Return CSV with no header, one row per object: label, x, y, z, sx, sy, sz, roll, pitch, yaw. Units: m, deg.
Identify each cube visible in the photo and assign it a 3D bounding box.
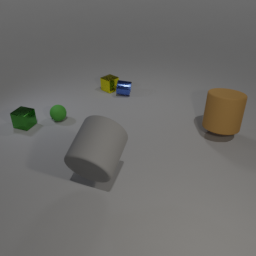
cube,-0.942,-2.303,14.544,0.700,0.700,0.700,27,42,36
cube,-4.269,-0.397,11.488,0.700,0.700,0.700,11,33,17

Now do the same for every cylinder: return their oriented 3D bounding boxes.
cylinder,-0.874,0.596,7.913,1.400,1.400,1.400,12,57,18
cylinder,-0.205,-2.009,14.013,0.700,0.700,0.700,8,32,0
cylinder,3.596,-0.643,10.499,1.400,1.400,1.400,3,24,-1

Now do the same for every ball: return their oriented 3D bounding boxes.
ball,-2.962,-0.642,11.881,0.700,0.700,0.700,0,32,0
